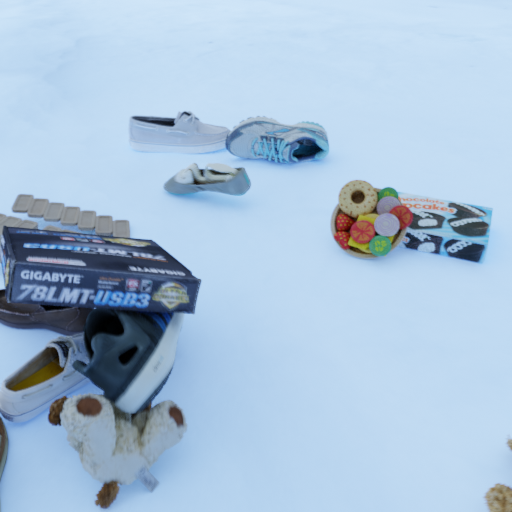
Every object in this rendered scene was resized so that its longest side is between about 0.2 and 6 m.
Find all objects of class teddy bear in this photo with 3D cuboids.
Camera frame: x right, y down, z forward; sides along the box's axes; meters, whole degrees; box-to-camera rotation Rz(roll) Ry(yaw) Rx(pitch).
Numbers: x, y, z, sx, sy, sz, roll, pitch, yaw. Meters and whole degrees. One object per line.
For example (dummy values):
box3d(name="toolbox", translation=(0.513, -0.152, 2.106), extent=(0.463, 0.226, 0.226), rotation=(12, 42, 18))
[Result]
box3d(name="teddy bear", translation=(3.509, 2.939, 6.003), extent=(2.009, 0.925, 2.771), rotation=(7, 26, -2))

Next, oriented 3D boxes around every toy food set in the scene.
box3d(name="toy food set", translation=(2.233, -0.695, 11.028), extent=(1.550, 0.381, 1.566), rotation=(19, 77, 20))

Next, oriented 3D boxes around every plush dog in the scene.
box3d(name="plush dog", translation=(-1.848, 2.200, 6.987), extent=(1.579, 1.267, 1.357), rotation=(15, 7, -33))

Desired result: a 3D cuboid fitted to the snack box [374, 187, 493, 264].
box3d(name="snack box", translation=(3.422, -0.705, 11.640), extent=(2.687, 0.498, 1.561), rotation=(13, 36, 18))

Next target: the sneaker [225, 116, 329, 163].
box3d(name="sneaker", translation=(0.597, -2.928, 14.508), extent=(2.770, 1.075, 1.196), rotation=(-5, 37, -7))

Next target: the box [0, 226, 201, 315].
box3d(name="box", translation=(-2.338, 0.156, 8.091), extent=(2.435, 0.605, 2.417), rotation=(6, 10, -27))

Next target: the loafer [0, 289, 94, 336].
box3d(name="loafer", translation=(-3.500, 0.774, 9.220), extent=(2.003, 0.711, 0.732), rotation=(7, 35, 11))

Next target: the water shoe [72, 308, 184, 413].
box3d(name="water shoe", translation=(-1.724, 0.968, 7.811), extent=(1.163, 1.053, 2.946), rotation=(40, 6, -15))

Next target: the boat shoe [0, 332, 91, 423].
box3d(name="boat shoe", translation=(-2.766, 1.503, 8.014), extent=(0.714, 0.703, 2.012), rotation=(32, 40, 22))

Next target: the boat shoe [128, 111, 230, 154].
box3d(name="boat shoe", translation=(-2.049, -3.461, 15.327), extent=(2.911, 0.997, 1.048), rotation=(3, 34, 4))

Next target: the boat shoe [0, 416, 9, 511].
box3d(name="boat shoe", translation=(-3.467, 2.383, 6.680), extent=(0.866, 0.845, 2.289), rotation=(-14, 36, -21))

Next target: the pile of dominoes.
box3d(name="pile of dominoes", translation=(-4.083, -0.264, 11.296), extent=(2.978, 0.474, 2.321), rotation=(15, 35, 7))

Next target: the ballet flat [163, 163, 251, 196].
box3d(name="ballet flat", translation=(-1.188, -1.815, 12.769), extent=(2.251, 0.717, 0.759), rotation=(5, 48, 24))
